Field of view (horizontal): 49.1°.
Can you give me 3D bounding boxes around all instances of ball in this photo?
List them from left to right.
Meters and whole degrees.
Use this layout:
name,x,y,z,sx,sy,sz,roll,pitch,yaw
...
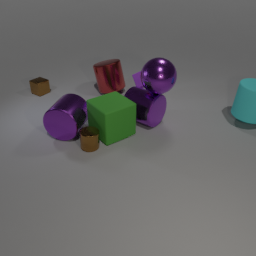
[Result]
name,x,y,z,sx,sy,sz,roll,pitch,yaw
ball,1.183,-2.006,10.811,1.400,1.400,1.400,0,32,0

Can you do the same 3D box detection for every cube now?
name,x,y,z,sx,sy,sz,roll,pitch,yaw
cube,-4.492,-2.117,14.288,0.700,0.700,0.700,21,37,30
cube,-0.642,-0.410,10.910,1.400,1.400,1.400,-21,38,-30
cube,0.716,-2.314,13.311,0.700,0.700,0.700,-21,-1,20

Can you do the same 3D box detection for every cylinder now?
name,x,y,z,sx,sy,sz,roll,pitch,yaw
cylinder,-2.370,-0.444,10.955,1.400,1.400,1.400,7,33,12
cylinder,-1.397,0.403,10.252,0.700,0.700,0.700,3,33,-2
cylinder,-0.938,-2.639,14.198,1.400,1.400,1.400,-11,24,5
cylinder,0.668,-0.895,11.672,1.400,1.400,1.400,22,38,31
cylinder,5.048,-1.099,11.302,1.400,1.400,1.400,4,33,-2
